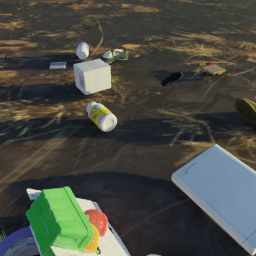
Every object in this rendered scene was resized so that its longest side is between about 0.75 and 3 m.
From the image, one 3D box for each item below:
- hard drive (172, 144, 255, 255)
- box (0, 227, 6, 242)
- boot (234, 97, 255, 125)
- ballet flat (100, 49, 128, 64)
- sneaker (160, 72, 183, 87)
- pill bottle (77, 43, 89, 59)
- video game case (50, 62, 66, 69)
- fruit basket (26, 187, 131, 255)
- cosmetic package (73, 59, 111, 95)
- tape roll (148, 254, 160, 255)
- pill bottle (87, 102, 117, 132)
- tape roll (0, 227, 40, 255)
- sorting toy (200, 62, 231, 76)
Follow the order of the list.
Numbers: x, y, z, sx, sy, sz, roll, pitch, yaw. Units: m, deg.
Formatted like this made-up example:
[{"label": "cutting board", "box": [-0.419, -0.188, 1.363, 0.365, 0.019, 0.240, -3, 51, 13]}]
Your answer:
[{"label": "hard drive", "box": [2.706, 1.658, 7.315, 1.787, 0.361, 2.709, -30, 44, -19]}, {"label": "box", "box": [-3.480, 2.946, 5.614, 0.829, 0.552, 2.202, 10, 36, 13]}, {"label": "boot", "box": [5.411, -0.752, 10.668, 2.117, 0.700, 1.854, -22, 54, -25]}, {"label": "ballet flat", "box": [-0.819, -3.868, 14.984, 1.813, 0.662, 0.662, -17, 39, -22]}, {"label": "sneaker", "box": [1.839, -2.075, 12.066, 1.189, 0.357, 0.620, -26, 0, 25]}, {"label": "pill bottle", "box": [-2.504, -4.228, 15.466, 0.643, 0.643, 1.147, -3, 37, -4]}, {"label": "video game case", "box": [-3.652, -3.257, 14.598, 0.767, 0.085, 0.699, -4, 36, -4]}, {"label": "fruit basket", "box": [-1.017, 2.152, 5.970, 0.999, 2.131, 1.973, -50, 47, 3]}, {"label": "cosmetic package", "box": [-1.565, -2.289, 12.407, 1.299, 1.070, 1.071, -20, 40, -26]}, {"label": "tape roll", "box": [0.556, 3.061, 5.783, 0.884, 0.161, 0.884, 0, 35, 0]}, {"label": "pill bottle", "box": [-1.010, -0.453, 10.208, 0.686, 0.686, 1.315, -21, 40, -26]}, {"label": "tape roll", "box": [-1.931, 2.855, 5.623, 1.621, 0.689, 1.621, 0, 36, 0]}, {"label": "sorting toy", "box": [4.218, -2.841, 13.856, 0.780, 0.274, 1.617, -18, 40, -23]}]
